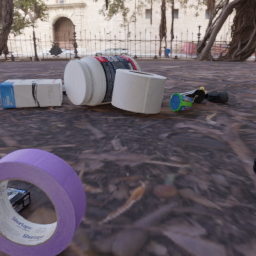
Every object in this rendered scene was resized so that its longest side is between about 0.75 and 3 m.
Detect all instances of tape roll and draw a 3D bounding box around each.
[{"bbox_3d":[0.408,-1.440,10.720,1.944,1.334,1.944,9,15,-2],"label":"tape roll"},{"bbox_3d":[-1.167,0.912,3.340,1.274,1.274,0.418,3,17,10],"label":"tape roll"}]

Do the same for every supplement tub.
[{"bbox_3d":[-1.030,-2.047,12.012,2.880,2.021,2.021,-13,21,-38],"label":"supplement tub"}]

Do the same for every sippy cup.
[{"bbox_3d":[2.102,-0.976,10.917,0.680,0.728,0.927,4,44,-28],"label":"sippy cup"}]

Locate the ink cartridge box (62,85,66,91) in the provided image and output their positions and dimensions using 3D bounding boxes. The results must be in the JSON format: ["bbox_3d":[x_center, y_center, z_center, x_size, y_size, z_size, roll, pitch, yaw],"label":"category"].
[{"bbox_3d":[-3.224,-2.183,15.186,1.490,0.323,1.463,-1,10,3],"label":"ink cartridge box"}]

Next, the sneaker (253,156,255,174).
[{"bbox_3d":[2.479,0.675,4.942,0.496,0.573,1.384,-41,9,20],"label":"sneaker"}]

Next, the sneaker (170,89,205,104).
[{"bbox_3d":[2.541,-1.418,12.301,1.768,0.667,1.017,-16,25,-37],"label":"sneaker"}]

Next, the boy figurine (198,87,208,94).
[{"bbox_3d":[3.598,-1.759,13.918,0.816,0.423,1.312,2,18,27],"label":"boy figurine"}]

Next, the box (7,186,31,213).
[{"bbox_3d":[-2.152,1.166,4.290,1.002,0.249,0.790,6,18,19],"label":"box"}]

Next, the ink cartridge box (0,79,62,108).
[{"bbox_3d":[-4.063,-1.532,12.084,2.373,0.999,1.716,-3,17,-10],"label":"ink cartridge box"}]

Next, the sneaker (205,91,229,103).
[{"bbox_3d":[3.954,-1.363,12.590,0.643,0.538,1.416,-13,11,-15],"label":"sneaker"}]
